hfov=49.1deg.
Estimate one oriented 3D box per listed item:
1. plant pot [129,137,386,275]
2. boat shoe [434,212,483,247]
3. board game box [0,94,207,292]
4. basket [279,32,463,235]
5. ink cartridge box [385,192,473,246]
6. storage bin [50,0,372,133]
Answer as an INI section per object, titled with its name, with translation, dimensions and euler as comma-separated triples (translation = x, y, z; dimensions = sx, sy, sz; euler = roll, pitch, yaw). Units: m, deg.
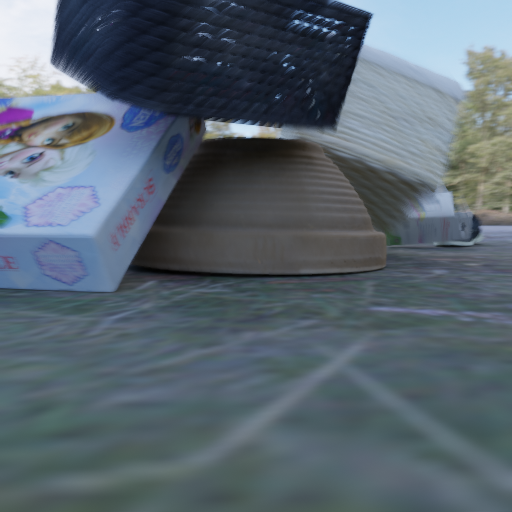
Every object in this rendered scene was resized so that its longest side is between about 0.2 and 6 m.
[plant pot]
translation = -0.005, -0.592, 6.533
dimensions = 3.023, 1.395, 3.023
euler = 1, 4, 0
[boat shoe]
translation = 4.180, -0.568, 11.463
dimensions = 0.751, 0.666, 2.009
euler = 4, 9, 41
[board game box]
translation = -2.105, -0.762, 5.249
dimensions = 2.691, 0.555, 2.697
euler = 1, 38, 13
[basket]
translation = 1.482, -1.624, 8.352
dimensions = 2.262, 1.819, 2.241
euler = 18, -22, -5
[ink cartridge box]
translation = 3.168, -0.688, 10.458
dimensions = 1.553, 0.523, 0.910
euler = -4, -34, 13
[storage bin]
translation = -0.370, -1.942, 5.002
dimensions = 2.434, 1.141, 1.646
euler = -7, 32, -41
